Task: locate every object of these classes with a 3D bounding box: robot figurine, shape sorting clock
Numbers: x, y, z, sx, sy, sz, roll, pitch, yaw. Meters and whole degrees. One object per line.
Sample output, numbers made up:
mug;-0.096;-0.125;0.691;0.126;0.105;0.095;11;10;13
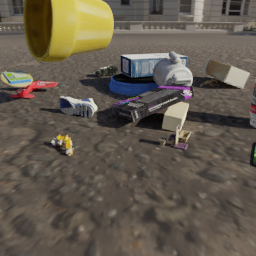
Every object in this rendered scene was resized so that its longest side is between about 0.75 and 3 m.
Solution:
robot figurine;1.788;-2.127;11.488;1.261;1.894;2.233;-2;31;-17
shape sorting clock;-3.405;-1.518;8.590;0.916;0.180;0.916;11;34;-8

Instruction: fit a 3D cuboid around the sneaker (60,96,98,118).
sneaker;-1.705;-0.793;10.201;1.456;0.588;0.841;16;23;19

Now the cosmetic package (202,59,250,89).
cosmetic package;4.835;-2.777;14.071;1.210;0.818;2.300;14;18;-21

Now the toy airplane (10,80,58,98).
toy airplane;-4.387;-1.783;12.616;2.361;0.434;2.361;0;23;0

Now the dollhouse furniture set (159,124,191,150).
dollhouse furniture set;1.396;0.061;7.916;0.756;0.677;0.954;10;25;23

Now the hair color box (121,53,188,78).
hair color box;1.257;-3.116;13.766;2.961;0.896;1.481;-8;24;-19

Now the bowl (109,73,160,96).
bowl;0.496;-2.168;13.389;2.788;0.547;2.788;0;23;0

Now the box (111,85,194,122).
box;0.797;-0.920;9.655;2.396;0.433;1.713;-22;18;-20

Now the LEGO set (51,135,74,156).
LEGO set;-1.648;0.471;7.567;0.926;0.345;0.426;26;68;38

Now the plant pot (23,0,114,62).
plant pot;-1.813;-3.355;8.969;2.307;2.452;2.452;-8;23;-36

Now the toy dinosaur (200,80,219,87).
toy dinosaur;4.173;-2.277;13.873;1.313;0.382;0.664;-15;26;-31

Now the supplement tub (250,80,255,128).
supplement tub;4.495;-0.815;8.837;1.102;1.571;1.102;0;23;0

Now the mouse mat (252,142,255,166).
mouse mat;4.154;0.792;6.990;1.912;0.072;1.538;10;25;23

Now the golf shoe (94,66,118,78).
golf shoe;-1.268;-3.291;16.022;1.512;0.588;0.715;-15;27;-34

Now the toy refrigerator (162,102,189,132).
toy refrigerator;1.578;-0.392;9.214;0.585;0.539;1.541;14;26;13
